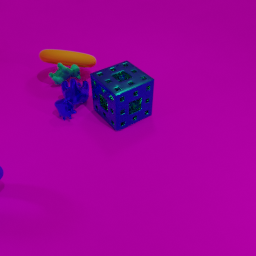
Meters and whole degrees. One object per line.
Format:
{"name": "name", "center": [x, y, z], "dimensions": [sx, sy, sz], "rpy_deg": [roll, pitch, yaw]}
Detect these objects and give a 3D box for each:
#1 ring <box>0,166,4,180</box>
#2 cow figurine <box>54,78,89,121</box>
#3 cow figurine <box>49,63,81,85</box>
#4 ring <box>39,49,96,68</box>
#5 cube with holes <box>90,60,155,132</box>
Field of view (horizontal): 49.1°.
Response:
{"name": "ring", "center": [-3.420, 0.910, 5.641], "dimensions": [1.680, 1.680, 0.336], "rpy_deg": [-3, 72, -3]}
{"name": "cow figurine", "center": [-1.710, -0.885, 8.795], "dimensions": [0.717, 1.285, 1.306], "rpy_deg": [-8, -3, 34]}
{"name": "cow figurine", "center": [-2.194, -1.886, 9.974], "dimensions": [1.004, 0.987, 0.551], "rpy_deg": [-47, 60, 1]}
{"name": "ring", "center": [-2.080, -2.402, 9.756], "dimensions": [1.943, 0.389, 1.943], "rpy_deg": [6, 8, -1]}
{"name": "cube with holes", "center": [-0.177, -0.987, 8.419], "dimensions": [1.333, 1.333, 1.333], "rpy_deg": [-26, 49, -26]}
